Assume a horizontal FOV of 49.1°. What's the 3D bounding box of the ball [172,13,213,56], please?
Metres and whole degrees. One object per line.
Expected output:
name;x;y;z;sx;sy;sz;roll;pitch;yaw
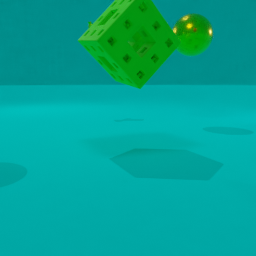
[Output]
ball;1.731;-2.513;7.591;1.109;1.109;1.109;0;9;0

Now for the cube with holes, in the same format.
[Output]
cube with holes;-0.001;-1.467;4.760;1.043;1.043;1.043;44;-6;-30

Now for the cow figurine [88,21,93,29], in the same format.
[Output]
cow figurine;-0.868;-3.356;9.524;0.940;0.516;0.925;-30;-39;11
